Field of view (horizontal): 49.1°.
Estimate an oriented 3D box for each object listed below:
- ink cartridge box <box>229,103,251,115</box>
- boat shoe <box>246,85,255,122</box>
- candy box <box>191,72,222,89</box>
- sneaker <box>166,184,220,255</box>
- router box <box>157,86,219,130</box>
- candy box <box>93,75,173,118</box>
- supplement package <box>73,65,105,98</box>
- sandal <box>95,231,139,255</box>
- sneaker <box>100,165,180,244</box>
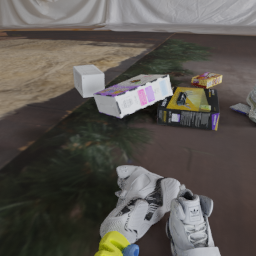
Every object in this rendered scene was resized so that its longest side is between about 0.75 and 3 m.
[{"bbox_3d":[4.366,-0.695,10.643,0.762,0.155,0.761,-17,32,-35],"label":"ink cartridge box"},{"bbox_3d":[4.979,-1.012,10.220,1.036,0.902,2.812,25,33,13],"label":"boat shoe"},{"bbox_3d":[3.923,-2.378,13.909,0.873,0.422,1.496,23,35,39],"label":"candy box"},{"bbox_3d":[1.066,1.755,4.440,0.689,1.054,1.834,-4,26,-8],"label":"sneaker"},{"bbox_3d":[2.254,-0.821,10.307,2.007,0.667,2.553,6,26,12],"label":"router box"},{"bbox_3d":[0.156,-1.229,10.149,2.232,0.798,1.872,-25,20,-22],"label":"candy box"},{"bbox_3d":[-1.804,-2.170,12.771,1.047,1.008,1.841,-9,27,-18],"label":"supplement package"},{"bbox_3d":[-0.048,2.408,3.052,1.295,1.183,2.975,10,28,10],"label":"sandal"},{"bbox_3d":[0.015,1.414,5.527,1.220,0.797,2.122,20,27,37],"label":"sneaker"}]
